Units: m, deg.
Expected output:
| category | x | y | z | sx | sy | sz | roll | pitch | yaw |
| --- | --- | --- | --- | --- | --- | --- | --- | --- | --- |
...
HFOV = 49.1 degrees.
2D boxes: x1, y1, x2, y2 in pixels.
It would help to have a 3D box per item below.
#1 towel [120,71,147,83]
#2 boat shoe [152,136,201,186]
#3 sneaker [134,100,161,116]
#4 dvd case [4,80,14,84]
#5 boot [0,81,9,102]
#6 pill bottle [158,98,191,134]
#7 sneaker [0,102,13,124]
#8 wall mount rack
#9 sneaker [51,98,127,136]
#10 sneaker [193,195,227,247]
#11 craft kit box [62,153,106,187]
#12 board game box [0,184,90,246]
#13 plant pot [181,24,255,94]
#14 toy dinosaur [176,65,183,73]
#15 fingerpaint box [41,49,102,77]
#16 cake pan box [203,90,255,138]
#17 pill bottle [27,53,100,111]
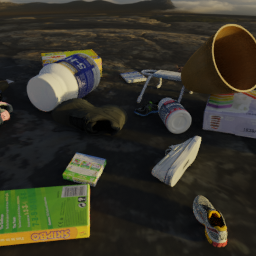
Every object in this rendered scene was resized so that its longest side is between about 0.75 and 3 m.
| category | x | y | z | sx | sy | sz | roll | pitch | yaw |
| --- | --- | --- | --- | --- | --- | --- | --- | --- | --- |
| towel | 0.243 | -2.615 | 14.367 | 1.052 | 0.171 | 1.433 | -10 | 27 | -14 |
| boat shoe | 1.318 | 0.754 | 7.418 | 0.666 | 0.730 | 2.028 | 23 | 43 | 26 |
| sneaker | 0.764 | -0.789 | 10.496 | 1.247 | 0.517 | 0.442 | -16 | 33 | -24 |
| dvd case | -6.050 | -2.202 | 13.685 | 0.571 | 0.061 | 0.768 | 17 | 32 | 29 |
| boot | -5.415 | -1.409 | 11.721 | 0.824 | 0.635 | 1.699 | 20 | 42 | 15 |
| pill bottle | 1.514 | -0.488 | 9.551 | 0.843 | 0.843 | 1.409 | -5 | 29 | -10 |
| sneaker | -4.523 | -0.322 | 9.274 | 0.974 | 0.833 | 2.374 | -7 | 29 | -6 |
| wall mount rack | 1.694 | -1.721 | 11.861 | 2.811 | 1.048 | 2.443 | 13 | 27 | 24 |
| sneaker | -1.359 | -0.304 | 9.189 | 2.560 | 0.972 | 1.162 | 4 | 33 | 10 |
| sneaker | 1.689 | 1.768 | 5.664 | 0.468 | 0.494 | 1.202 | -5 | 27 | -10 |
| craft kit box | -1.095 | 1.045 | 7.172 | 0.859 | 0.208 | 0.849 | 12 | 36 | 12 |
| board game box | -2.214 | 1.766 | 5.755 | 2.827 | 0.424 | 1.350 | -1 | 24 | -7 |
| plant pot | 3.014 | -2.110 | 9.962 | 2.225 | 2.225 | 2.388 | -16 | 1 | -28 |
| toy dinosaur | 3.023 | -2.992 | 14.716 | 1.320 | 0.566 | 0.895 | -14 | 37 | -14 |
| fingerpaint box | -3.006 | -3.287 | 14.687 | 2.821 | 1.035 | 2.354 | -10 | 28 | -17 |
| cake pan box | 4.300 | -0.583 | 9.864 | 2.991 | 0.782 | 2.755 | 10 | 32 | 20 |
| pill bottle | -2.510 | -1.819 | 11.150 | 1.755 | 1.755 | 2.932 | 11 | 30 | 20 |
